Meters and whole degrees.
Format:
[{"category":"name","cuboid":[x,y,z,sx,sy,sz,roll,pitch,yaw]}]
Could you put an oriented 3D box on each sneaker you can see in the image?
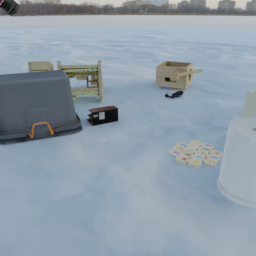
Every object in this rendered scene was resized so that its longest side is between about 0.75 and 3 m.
[{"category":"sneaker","cuboid":[-3.693,-3.741,8.417,0.544,0.763,1.539,-40,32,12]}]

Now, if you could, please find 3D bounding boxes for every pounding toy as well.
[{"category":"pounding toy","cuboid":[2.323,-2.273,12.788,2.062,1.074,2.347,10,26,22]}]

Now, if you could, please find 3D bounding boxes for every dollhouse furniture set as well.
[{"category":"dollhouse furniture set","cuboid":[-2.492,-1.815,12.051,2.811,1.563,2.486,-2,0,-4]}]

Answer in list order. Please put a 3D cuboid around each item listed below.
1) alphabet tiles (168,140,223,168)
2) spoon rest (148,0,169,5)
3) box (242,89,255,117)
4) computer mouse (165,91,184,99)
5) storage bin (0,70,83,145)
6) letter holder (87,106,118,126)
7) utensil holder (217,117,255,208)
[{"category":"alphabet tiles","cuboid":[1.802,0.655,7.500,1.285,0.096,1.314,14,28,28]},{"category":"spoon rest","cuboid":[0.984,-3.211,6.201,1.383,0.687,0.419,-6,10,37]},{"category":"box","cuboid":[4.770,-0.250,7.963,1.577,1.344,2.467,-15,28,-30]},{"category":"computer mouse","cuboid":[1.970,-1.411,12.008,0.824,0.190,0.578,-28,33,-36]},{"category":"storage bin","cuboid":[-2.815,-0.716,8.528,2.635,1.770,1.918,-10,26,-19]},{"category":"letter holder","cuboid":[-0.895,-0.478,9.559,0.952,0.479,0.676,-11,25,-24]},{"category":"utensil holder","cuboid":[2.588,0.666,5.785,1.268,1.493,1.268,-1,25,0]}]
